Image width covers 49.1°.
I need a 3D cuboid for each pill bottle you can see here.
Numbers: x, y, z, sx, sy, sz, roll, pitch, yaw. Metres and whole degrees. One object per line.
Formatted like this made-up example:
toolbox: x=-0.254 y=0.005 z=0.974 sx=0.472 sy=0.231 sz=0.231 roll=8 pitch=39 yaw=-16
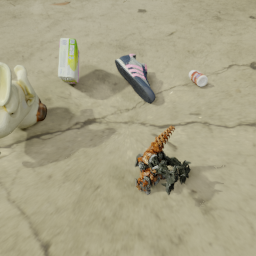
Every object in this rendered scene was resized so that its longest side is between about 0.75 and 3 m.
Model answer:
pill bottle: x=2.509 y=-1.819 z=10.119 sx=0.421 sy=0.421 sz=0.751 roll=-13 pitch=34 yaw=-13

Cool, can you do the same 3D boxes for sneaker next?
sneaker: x=0.439 y=-1.806 z=9.653 sx=0.889 sy=0.761 sz=2.168 roll=-31 pitch=67 yaw=-13

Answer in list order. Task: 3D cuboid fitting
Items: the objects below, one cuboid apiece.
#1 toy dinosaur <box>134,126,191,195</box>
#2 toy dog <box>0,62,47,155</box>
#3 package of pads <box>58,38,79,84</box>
toy dinosaur: x=0.685 y=0.839 z=6.377 sx=1.238 sy=1.824 sz=0.932 roll=32 pitch=51 yaw=29
toy dog: x=-3.186 y=-0.588 z=7.637 sx=1.728 sy=2.401 sz=2.477 roll=-15 pitch=2 yaw=8
package of pads: x=-1.980 y=-2.179 z=9.454 sx=0.569 sy=1.289 sz=1.669 roll=3 pitch=2 yaw=-6
